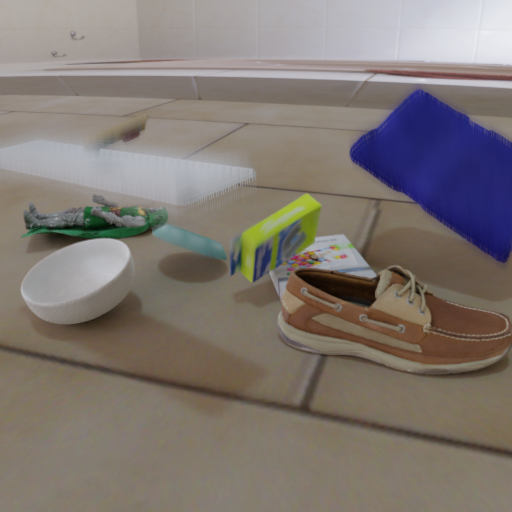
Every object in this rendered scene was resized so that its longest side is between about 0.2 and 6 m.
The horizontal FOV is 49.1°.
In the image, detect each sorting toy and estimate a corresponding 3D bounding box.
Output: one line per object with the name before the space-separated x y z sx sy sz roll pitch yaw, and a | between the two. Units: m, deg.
sorting toy | -3.398 -2.503 12.378 2.162 0.289 1.611 -27 10 -13

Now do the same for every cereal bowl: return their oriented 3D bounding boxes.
cereal bowl | -2.825 0.504 9.213 1.831 0.763 1.831 -10 33 7

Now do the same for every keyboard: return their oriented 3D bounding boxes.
keyboard | -2.098 -1.184 7.312 4.434 0.236 1.248 14 24 35

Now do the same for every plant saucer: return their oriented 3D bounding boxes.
plant saucer | -1.229 -0.292 10.732 1.511 0.272 1.511 19 2 -1

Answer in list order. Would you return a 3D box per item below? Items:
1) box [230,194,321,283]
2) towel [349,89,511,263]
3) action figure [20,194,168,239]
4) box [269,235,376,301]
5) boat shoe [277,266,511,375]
box | 0.331 -0.257 9.668 1.715 1.046 0.409 -32 60 -25
towel | 3.673 -1.539 10.422 3.389 0.840 2.502 39 61 18
action figure | -3.466 -0.846 12.390 3.022 0.826 1.785 -2 22 -12
box | 1.133 0.290 10.205 1.690 0.446 2.168 -7 25 -7
boat shoe | 1.991 0.836 8.171 3.412 1.225 1.292 4 25 9
